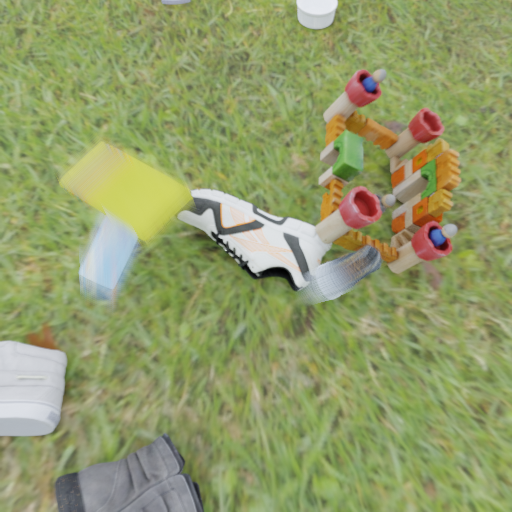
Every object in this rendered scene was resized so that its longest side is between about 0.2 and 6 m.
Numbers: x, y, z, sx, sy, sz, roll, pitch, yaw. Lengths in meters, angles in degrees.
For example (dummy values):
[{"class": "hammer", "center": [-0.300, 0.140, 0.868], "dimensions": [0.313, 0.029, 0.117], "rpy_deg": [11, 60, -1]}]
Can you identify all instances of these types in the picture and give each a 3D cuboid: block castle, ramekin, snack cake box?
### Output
[{"class": "block castle", "center": [2.394, -1.540, 9.986], "dimensions": [2.231, 1.567, 3.339], "rpy_deg": [22, 56, -22]}, {"class": "ramekin", "center": [1.517, -6.200, 14.156], "dimensions": [1.010, 0.492, 1.010], "rpy_deg": [0, 57, 0]}, {"class": "snack cake box", "center": [-2.332, -0.248, 9.222], "dimensions": [0.497, 0.851, 1.480], "rpy_deg": [27, 82, -22]}]

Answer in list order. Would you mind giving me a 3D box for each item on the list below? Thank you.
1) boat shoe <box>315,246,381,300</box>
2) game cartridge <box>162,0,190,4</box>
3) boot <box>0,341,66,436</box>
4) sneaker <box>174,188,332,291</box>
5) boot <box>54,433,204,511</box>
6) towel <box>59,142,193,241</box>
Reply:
[{"class": "boat shoe", "center": [1.475, 0.195, 8.818], "dimensions": [0.703, 1.548, 0.548], "rpy_deg": [-30, 88, 27]}, {"class": "game cartridge", "center": [-2.117, -6.842, 14.785], "dimensions": [0.755, 0.153, 0.503], "rpy_deg": [-6, 61, -4]}, {"class": "boot", "center": [-4.381, 2.025, 8.694], "dimensions": [2.784, 1.024, 1.330], "rpy_deg": [4, 50, -7]}, {"class": "sneaker", "center": [-0.198, -0.299, 9.952], "dimensions": [2.934, 1.081, 1.174], "rpy_deg": [20, 78, 10]}, {"class": "boot", "center": [-1.472, 3.902, 7.420], "dimensions": [1.861, 0.987, 2.827], "rpy_deg": [-16, 62, -15]}, {"class": "towel", "center": [-1.985, -0.992, 8.313], "dimensions": [2.306, 0.208, 0.992], "rpy_deg": [30, 71, 36]}]
